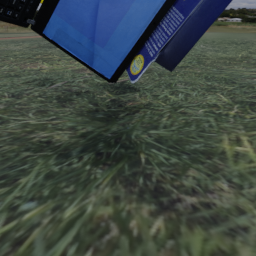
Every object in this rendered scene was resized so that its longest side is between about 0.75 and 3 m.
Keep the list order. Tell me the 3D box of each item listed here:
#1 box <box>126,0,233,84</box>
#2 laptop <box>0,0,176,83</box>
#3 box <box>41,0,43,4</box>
[{"bbox_3d":[0.798,-1.945,3.969,0.431,2.657,1.610,23,32,-33],"label":"box"},{"bbox_3d":[-0.633,-1.730,2.997,1.262,2.165,2.443,49,27,20],"label":"laptop"},{"bbox_3d":[-2.445,-4.385,9.479,1.276,0.778,1.229,29,15,-3],"label":"box"}]
